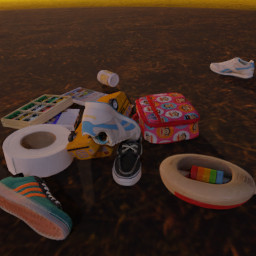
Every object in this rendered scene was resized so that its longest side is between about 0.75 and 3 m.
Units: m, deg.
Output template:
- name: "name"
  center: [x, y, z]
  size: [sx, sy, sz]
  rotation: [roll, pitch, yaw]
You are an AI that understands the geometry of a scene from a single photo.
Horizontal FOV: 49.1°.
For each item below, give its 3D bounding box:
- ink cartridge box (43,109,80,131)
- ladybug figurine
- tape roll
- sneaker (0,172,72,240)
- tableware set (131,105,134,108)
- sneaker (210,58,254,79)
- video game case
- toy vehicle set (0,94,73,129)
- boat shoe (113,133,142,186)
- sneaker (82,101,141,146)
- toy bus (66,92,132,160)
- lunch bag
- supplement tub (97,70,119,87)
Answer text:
- name: "ink cartridge box"
  center: [-2.506, -0.321, 10.441]
  size: [1.279, 0.280, 1.291]
  rotation: [1, 32, 2]
- name: "ladybug figurine"
  center: [1.909, 1.356, 6.893]
  size: [2.318, 0.834, 1.573]
  rotation: [12, 32, 20]
- name: "tape roll"
  center: [-2.620, 0.634, 8.322]
  size: [1.993, 0.697, 1.993]
  rotation: [0, 30, 0]
- name: "sneaker"
  center: [-2.072, 1.610, 6.398]
  size: [2.470, 0.882, 0.987]
  rotation: [17, 38, 30]
- name: "tableware set"
  center: [-0.305, -0.803, 11.471]
  size: [0.906, 0.126, 1.084]
  rotation: [12, 31, 20]
- name: "sneaker"
  center: [5.637, -3.368, 15.221]
  size: [2.299, 0.929, 0.880]
  rotation: [14, 34, 25]
- name: "video game case"
  center: [-1.926, -1.390, 12.448]
  size: [1.798, 0.162, 1.288]
  rotation: [18, 35, 30]
- name: "toy vehicle set"
  center: [-3.318, -0.646, 10.432]
  size: [1.450, 0.309, 2.334]
  rotation: [6, 31, 27]
- name: "boat shoe"
  center: [0.008, 0.723, 8.130]
  size: [0.811, 0.730, 2.294]
  rotation: [2, 29, 4]
- name: "sneaker"
  center: [-0.446, 0.054, 7.580]
  size: [0.884, 0.933, 2.309]
  rotation: [4, -14, 34]
- name: "toy bus"
  center: [-0.801, -0.063, 8.716]
  size: [0.920, 1.107, 2.828]
  rotation: [-10, 35, 28]
- name: "lunch bag"
  center: [1.182, -0.387, 9.937]
  size: [2.180, 1.014, 2.475]
  rotation: [-8, 29, -5]
- name: "supplement tub"
  center: [-0.987, -2.453, 13.827]
  size: [0.949, 0.690, 0.690]
  rotation: [26, 39, 38]
